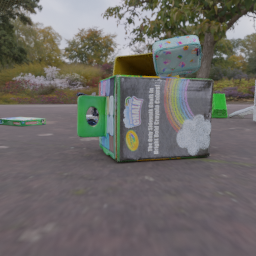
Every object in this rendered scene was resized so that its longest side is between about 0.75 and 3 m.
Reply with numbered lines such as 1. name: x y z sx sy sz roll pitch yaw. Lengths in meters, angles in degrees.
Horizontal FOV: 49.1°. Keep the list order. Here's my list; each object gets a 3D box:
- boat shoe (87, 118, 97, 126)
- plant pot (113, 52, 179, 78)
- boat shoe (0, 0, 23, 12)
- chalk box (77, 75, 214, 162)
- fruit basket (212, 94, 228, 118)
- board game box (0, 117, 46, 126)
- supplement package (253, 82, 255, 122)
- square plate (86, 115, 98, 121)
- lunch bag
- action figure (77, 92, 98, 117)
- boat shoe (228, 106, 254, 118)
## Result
1. boat shoe: -0.937 -0.093 7.502 0.417 0.341 0.992 -1 6 -12
2. plant pot: 1.067 -1.827 13.740 2.884 2.884 2.544 4 -5 32
3. boat shoe: -1.593 -2.572 4.399 2.404 0.748 0.897 -20 8 11
4. chalk box: 0.159 -0.178 4.291 1.887 1.174 1.168 0 6 -16
5. fruit basket: 4.069 -0.884 12.864 0.872 1.210 1.210 1 6 9
6. board game box: -3.593 -0.223 9.427 1.398 0.204 0.941 4 7 36
7. supplement package: 5.809 -0.873 9.213 2.700 1.535 1.479 1 7 -2
8. square plate: -1.048 -0.409 11.266 1.412 0.201 1.399 3 7 26
9. lunch bag: 1.548 -2.174 8.702 1.501 1.204 0.579 -8 47 5
10. action figure: -1.226 -0.769 10.506 1.686 0.882 1.631 21 -15 -5
11. boat shoe: 5.065 -0.615 12.425 1.131 0.372 0.407 -21 1 21
